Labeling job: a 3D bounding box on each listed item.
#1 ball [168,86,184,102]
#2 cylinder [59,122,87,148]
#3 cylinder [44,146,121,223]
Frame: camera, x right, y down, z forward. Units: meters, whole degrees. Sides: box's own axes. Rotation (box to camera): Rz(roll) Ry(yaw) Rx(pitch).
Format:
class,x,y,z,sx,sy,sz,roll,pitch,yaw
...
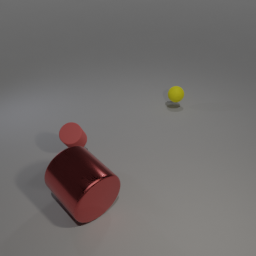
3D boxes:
class,x,y,z,sx,sy,sz,roll,pitch,yaw
ball,2.074,-1.459,12.107,0.700,0.700,0.700,0,31,0
cylinder,-1.678,0.265,8.621,0.700,0.700,0.700,-2,70,6
cylinder,-1.146,1.386,7.076,1.400,1.400,1.400,-26,47,-36
